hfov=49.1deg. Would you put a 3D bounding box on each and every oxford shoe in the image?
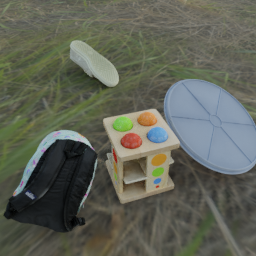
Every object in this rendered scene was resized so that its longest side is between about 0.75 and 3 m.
[{"bbox_3d":[-1.141,-2.033,9.243,0.869,0.667,2.310,-22,57,-43],"label":"oxford shoe"}]

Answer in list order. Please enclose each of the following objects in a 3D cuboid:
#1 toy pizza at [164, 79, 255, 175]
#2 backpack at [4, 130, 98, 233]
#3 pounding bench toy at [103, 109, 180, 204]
[{"bbox_3d":[1.808,-0.064,6.113,2.403,0.381,2.403,13,54,-18],"label":"toy pizza"},{"bbox_3d":[-1.186,0.805,4.676,1.305,1.564,0.990,22,4,-28],"label":"backpack"},{"bbox_3d":[0.104,0.266,5.665,1.116,1.402,1.797,-12,40,-14],"label":"pounding bench toy"}]
